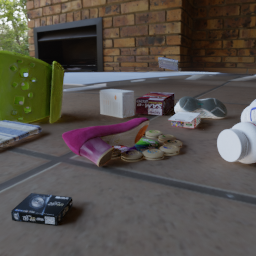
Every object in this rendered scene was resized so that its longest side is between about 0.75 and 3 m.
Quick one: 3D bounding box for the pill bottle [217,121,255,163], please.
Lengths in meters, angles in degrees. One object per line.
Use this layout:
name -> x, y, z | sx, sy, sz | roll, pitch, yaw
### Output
pill bottle -> 3.298, 0.333, 7.190 | 1.880, 1.055, 1.055 | -7, 16, -23

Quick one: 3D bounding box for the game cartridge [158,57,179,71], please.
game cartridge -> 1.883, -2.976, 12.976 | 0.956, 0.620, 0.183 | 17, 61, 21

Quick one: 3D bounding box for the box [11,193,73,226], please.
box -> -1.464, 1.392, 4.847 | 0.822, 0.179, 0.658 | 3, 15, 12

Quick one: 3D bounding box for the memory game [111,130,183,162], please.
memory game -> 0.192, 0.435, 8.560 | 2.937, 0.187, 2.937 | 0, 15, 0

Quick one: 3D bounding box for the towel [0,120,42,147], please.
towel -> -4.307, 0.269, 9.006 | 1.926, 0.312, 2.623 | 8, 18, 20

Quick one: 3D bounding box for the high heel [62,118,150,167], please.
high heel -> -0.488, 0.088, 7.921 | 1.325, 0.930, 2.762 | 33, 41, 20

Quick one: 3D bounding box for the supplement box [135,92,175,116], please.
supplement box -> 1.417, -1.261, 14.009 | 1.372, 0.768, 2.522 | 5, 17, 20

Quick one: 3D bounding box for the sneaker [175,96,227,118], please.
sneaker -> 3.163, -0.838, 12.241 | 2.389, 0.840, 0.957 | 8, -19, -13

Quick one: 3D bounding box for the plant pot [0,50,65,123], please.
plant pot -> -4.035, -1.659, 11.799 | 2.560, 2.822, 2.808 | 4, 13, -15

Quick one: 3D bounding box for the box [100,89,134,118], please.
box -> -0.504, -1.149, 12.801 | 1.497, 1.140, 0.796 | 13, 19, 41

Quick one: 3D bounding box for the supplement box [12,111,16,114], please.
supplement box -> -4.792, -0.747, 12.075 | 0.326, 0.420, 0.761 | -5, 16, -18

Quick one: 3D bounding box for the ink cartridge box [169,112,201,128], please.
ink cartridge box -> 2.202, -0.271, 10.877 | 0.901, 0.417, 1.654 | 6, 17, 24

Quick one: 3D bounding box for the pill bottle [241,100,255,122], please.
pill bottle -> 4.613, -0.408, 8.673 | 1.369, 1.369, 2.442 | -2, -5, -7
